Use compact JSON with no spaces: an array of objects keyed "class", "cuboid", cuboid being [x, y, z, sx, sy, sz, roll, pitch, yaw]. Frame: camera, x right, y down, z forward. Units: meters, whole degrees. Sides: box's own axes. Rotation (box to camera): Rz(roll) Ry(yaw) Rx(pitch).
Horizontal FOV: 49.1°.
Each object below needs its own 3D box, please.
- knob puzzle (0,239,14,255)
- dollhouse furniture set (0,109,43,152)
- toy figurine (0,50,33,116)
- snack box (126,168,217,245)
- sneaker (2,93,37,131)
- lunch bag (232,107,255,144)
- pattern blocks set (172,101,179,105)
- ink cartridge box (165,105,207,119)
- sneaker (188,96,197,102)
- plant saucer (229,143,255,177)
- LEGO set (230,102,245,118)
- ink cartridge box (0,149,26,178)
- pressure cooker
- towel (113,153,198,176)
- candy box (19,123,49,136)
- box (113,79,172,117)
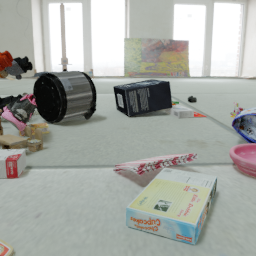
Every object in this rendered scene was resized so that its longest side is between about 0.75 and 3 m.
[{"class":"knob puzzle","cuboid":[-2.007,1.568,3.362,1.285,0.178,1.285,0,13,0]},{"class":"dollhouse furniture set","cuboid":[-3.398,0.117,7.576,1.619,1.053,1.487,10,17,37]},{"class":"toy figurine","cuboid":[-5.248,-1.768,12.037,1.956,2.812,2.768,-15,9,7]},{"class":"snack box","cuboid":[0.813,1.174,4.668,1.044,0.333,1.796,6,15,25]},{"class":"sneaker","cuboid":[-3.322,-0.631,8.911,0.897,1.082,2.269,40,-5,-25]},{"class":"lunch bag","cuboid":[4.095,-0.065,8.259,1.820,1.127,1.547,16,19,25]},{"class":"pattern blocks set","cuboid":[1.743,-1.319,15.487,2.315,0.188,2.035,-9,16,-33]},{"class":"ink cartridge box","cuboid":[2.641,-0.777,12.874,1.399,0.355,1.588,-4,14,-14]},{"class":"sneaker","cuboid":[3.788,-1.736,16.962,0.443,0.370,0.975,-12,12,-9]},{"class":"plant saucer","cuboid":[3.127,0.757,6.268,1.636,0.415,1.636,-1,13,0]},{"class":"LEGO set","cuboid":[4.925,-0.686,11.741,0.852,0.689,1.851,-4,14,-17]},{"class":"ink cartridge box","cuboid":[-2.854,0.776,6.132,1.038,0.434,0.749,-2,13,-7]},{"class":"pressure cooker","cuboid":[-2.407,-1.325,11.551,2.071,2.039,2.318,15,23,37]},{"class":"towel","cuboid":[0.584,0.782,6.117,1.555,0.233,1.138,-7,-3,-29]},{"class":"candy box","cuboid":[-3.230,0.037,9.591,0.960,0.265,0.554,-6,16,-23]},{"class":"box","cuboid":[0.645,-1.495,13.274,2.166,1.272,2.130,-12,16,-15]}]
